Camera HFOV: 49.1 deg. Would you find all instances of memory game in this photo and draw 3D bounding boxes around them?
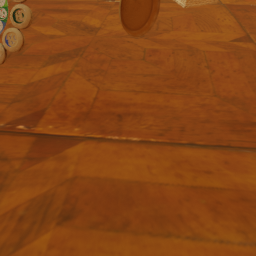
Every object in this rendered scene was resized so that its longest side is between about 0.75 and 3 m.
[{"bbox_3d":[-3.424,-2.760,6.469,2.737,2.737,0.174,10,11,13],"label":"memory game"}]

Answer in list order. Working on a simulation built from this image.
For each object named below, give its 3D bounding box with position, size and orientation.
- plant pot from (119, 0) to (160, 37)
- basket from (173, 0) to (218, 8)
[{"bbox_3d":[0.326,-3.635,8.414,1.721,1.721,0.236,-29,45,-33],"label":"plant pot"},{"bbox_3d":[1.140,-2.606,4.899,0.840,0.676,0.833,-18,51,-22],"label":"basket"}]
